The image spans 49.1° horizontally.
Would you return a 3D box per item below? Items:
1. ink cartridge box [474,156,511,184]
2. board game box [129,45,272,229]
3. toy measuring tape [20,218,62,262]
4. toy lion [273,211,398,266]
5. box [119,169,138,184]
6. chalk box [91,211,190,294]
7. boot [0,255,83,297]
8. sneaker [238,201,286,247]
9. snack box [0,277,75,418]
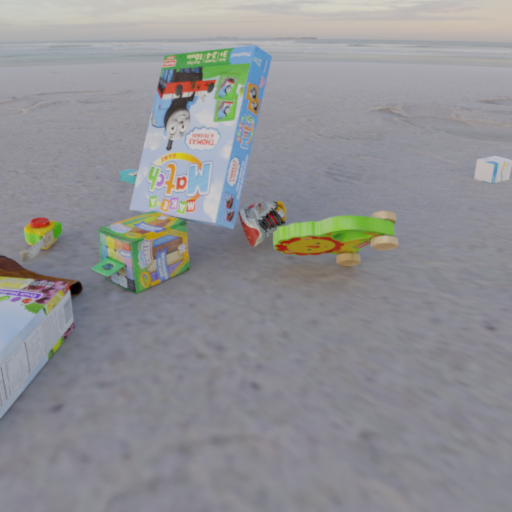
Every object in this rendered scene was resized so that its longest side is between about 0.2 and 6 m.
[{"bbox_3d":[6.535,-2.378,15.432,0.781,0.571,0.573,-14,28,-27],"label":"ink cartridge box"},{"bbox_3d":[-1.100,-2.216,10.453,2.392,3.162,0.579,11,-2,39],"label":"board game box"},{"bbox_3d":[-4.332,-0.317,10.869,0.641,0.641,1.743,2,24,5],"label":"toy measuring tape"},{"bbox_3d":[1.247,-0.320,9.692,1.764,0.632,1.840,7,-16,-22],"label":"toy lion"},{"bbox_3d":[-3.279,-2.140,15.310,0.986,0.242,0.406,18,30,34],"label":"box"},{"bbox_3d":[-2.088,-0.055,9.788,0.998,0.993,1.603,19,30,36],"label":"chalk box"},{"bbox_3d":[-4.098,0.662,8.974,1.938,0.664,1.825,17,21,18],"label":"boot"},{"bbox_3d":[0.159,-0.744,10.983,0.760,0.720,1.850,-18,16,16],"label":"sneaker"},{"bbox_3d":[-3.942,1.172,7.218,2.204,0.885,2.614,4,26,6],"label":"snack box"}]
